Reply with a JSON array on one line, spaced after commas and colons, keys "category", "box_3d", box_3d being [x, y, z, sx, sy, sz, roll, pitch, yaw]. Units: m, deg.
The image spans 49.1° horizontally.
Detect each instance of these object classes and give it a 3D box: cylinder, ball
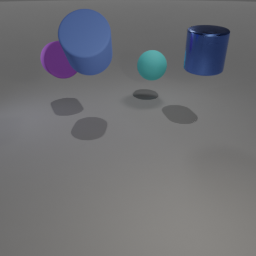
[{"category": "cylinder", "box_3d": [-1.166, -2.401, 8.038, 1.400, 1.400, 1.400, -1, -9, -1]}, {"category": "ball", "box_3d": [1.131, -2.950, 13.228, 1.400, 1.400, 1.400, 0, 28, 0]}, {"category": "cylinder", "box_3d": [2.699, -2.707, 9.717, 1.400, 1.400, 1.400, 0, 32, 0]}, {"category": "cylinder", "box_3d": [-2.676, -2.719, 11.080, 1.400, 1.400, 1.400, -11, 18, -19]}]
